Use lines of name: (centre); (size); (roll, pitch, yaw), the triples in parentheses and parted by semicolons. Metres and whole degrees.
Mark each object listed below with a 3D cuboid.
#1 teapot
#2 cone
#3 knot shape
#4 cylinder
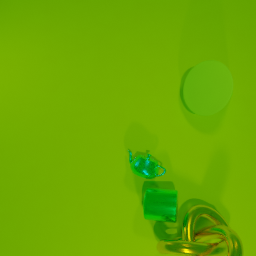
teapot: (0.462, 1.013, 7.816); (1.318, 0.819, 0.645); (20, 94, 30)
cone: (2.786, -1.105, 8.486); (1.586, 1.580, 1.580); (3, 62, -44)
knot shape: (1.649, 2.792, 6.791); (1.935, 2.068, 0.956); (-11, 109, 9)
cylinder: (0.878, 2.023, 7.368); (0.829, 0.829, 0.829); (2, 69, 13)
